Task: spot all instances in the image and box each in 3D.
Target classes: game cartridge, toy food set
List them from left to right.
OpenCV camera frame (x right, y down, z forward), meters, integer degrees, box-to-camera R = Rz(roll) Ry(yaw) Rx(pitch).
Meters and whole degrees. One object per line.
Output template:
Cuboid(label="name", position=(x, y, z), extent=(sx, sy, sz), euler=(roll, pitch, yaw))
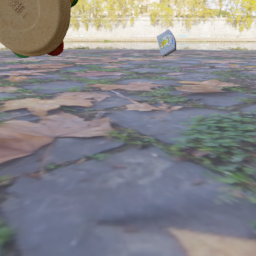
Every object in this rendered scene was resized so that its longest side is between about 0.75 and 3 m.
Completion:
Cuboid(label="toy food set", position=(-2.431, -2.872, 6.596), extent=(2.503, 2.529, 0.615), euler=(37, 30, -4))
Cuboid(label="game cartridge", position=(1.533, -3.369, 11.013), extent=(0.691, 1.037, 0.210), euler=(-23, -26, 24))
